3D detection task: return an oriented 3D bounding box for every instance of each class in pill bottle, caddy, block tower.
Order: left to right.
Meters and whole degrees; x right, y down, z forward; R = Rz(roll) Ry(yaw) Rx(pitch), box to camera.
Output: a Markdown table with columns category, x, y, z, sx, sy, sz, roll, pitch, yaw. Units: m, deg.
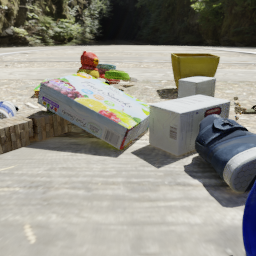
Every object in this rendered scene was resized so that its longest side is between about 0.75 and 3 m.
| category | x | y | z | sx | sy | sz | roll | pitch | yaw |
| --- | --- | --- | --- | --- | --- | --- | --- | --- | --- |
| pill bottle | -3.823 | -0.378 | 8.421 | 0.779 | 0.779 | 1.404 | -4 | 20 | -10 |
| block tower | -2.707 | 0.026 | 7.483 | 0.712 | 0.665 | 2.461 | 15 | 24 | 37 |
| caddy | 2.125 | 0.883 | 3.021 | 1.204 | 2.293 | 1.621 | 13 | 16 | -15 |

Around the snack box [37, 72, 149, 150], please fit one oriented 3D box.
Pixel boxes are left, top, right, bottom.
| category | x | y | z | sx | sy | sz | roll | pitch | yaw |
| --- | --- | --- | --- | --- | --- | --- | --- | --- | --- |
| snack box | -0.822 | -0.626 | 8.010 | 2.793 | 0.740 | 1.987 | 28 | 27 | 16 |

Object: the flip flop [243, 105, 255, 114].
| category | x | y | z | sx | sy | sz | roll | pitch | yaw |
| --- | --- | --- | --- | --- | --- | --- | --- | --- | --- |
| flip flop | 4.567 | -0.694 | 10.020 | 1.006 | 0.289 | 0.408 | -2 | 20 | -5 |

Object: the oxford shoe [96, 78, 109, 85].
| category | x | y | z | sx | sy | sz | roll | pitch | yaw |
| --- | --- | --- | --- | --- | --- | --- | --- | --- | --- |
| oxford shoe | -1.397 | -2.175 | 13.706 | 0.617 | 0.592 | 1.672 | 8 | 21 | 14 |

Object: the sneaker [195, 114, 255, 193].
| category | x | y | z | sx | sy | sz | roll | pitch | yaw |
| --- | --- | --- | --- | --- | --- | --- | --- | --- | --- |
| sneaker | 2.827 | 0.299 | 6.134 | 2.767 | 1.052 | 1.999 | -7 | 24 | -16 |

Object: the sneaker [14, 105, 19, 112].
| category | x | y | z | sx | sy | sz | roll | pitch | yaw |
| --- | --- | --- | --- | --- | --- | --- | --- | --- | --- |
| sneaker | -4.290 | -0.685 | 10.017 | 0.752 | 0.275 | 0.421 | -16 | 24 | -40 |

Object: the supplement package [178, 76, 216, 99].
| category | x | y | z | sx | sy | sz | roll | pitch | yaw |
| --- | --- | --- | --- | --- | --- | --- | --- | --- | --- |
| supplement package | 2.907 | -1.646 | 11.781 | 1.509 | 0.885 | 0.882 | -18 | 27 | -41 |

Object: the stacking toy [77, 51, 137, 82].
| category | x | y | z | sx | sy | sz | roll | pitch | yaw |
| --- | --- | --- | --- | --- | --- | --- | --- | --- | --- |
| stacking toy | -0.944 | -3.067 | 14.190 | 2.584 | 1.205 | 2.854 | 6 | 5 | 20 |

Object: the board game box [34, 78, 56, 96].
| category | x | y | z | sx | sy | sz | roll | pitch | yaw |
| --- | --- | --- | --- | --- | --- | --- | --- | --- | --- |
| board game box | -3.542 | -2.008 | 13.512 | 1.386 | 0.435 | 2.902 | -2 | 18 | -4 |

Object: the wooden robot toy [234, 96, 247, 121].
| category | x | y | z | sx | sy | sz | roll | pitch | yaw |
| --- | --- | --- | --- | --- | --- | --- | --- | --- | --- |
| wooden robot toy | 3.467 | -0.602 | 8.640 | 0.352 | 0.775 | 0.342 | -3 | -4 | 25 |

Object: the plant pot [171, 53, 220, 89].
| category | x | y | z | sx | sy | sz | roll | pitch | yaw |
| --- | --- | --- | --- | --- | --- | --- | --- | --- | --- |
| plant pot | 3.086 | -2.625 | 13.315 | 1.909 | 1.684 | 1.909 | -1 | 20 | -1 |

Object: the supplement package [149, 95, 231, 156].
| category | x | y | z | sx | sy | sz | roll | pitch | yaw |
| --- | --- | --- | --- | --- | --- | --- | --- | --- | --- |
| supplement package | 1.621 | -0.161 | 7.323 | 1.950 | 1.109 | 1.068 | -15 | 23 | -34 |
